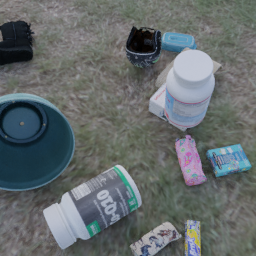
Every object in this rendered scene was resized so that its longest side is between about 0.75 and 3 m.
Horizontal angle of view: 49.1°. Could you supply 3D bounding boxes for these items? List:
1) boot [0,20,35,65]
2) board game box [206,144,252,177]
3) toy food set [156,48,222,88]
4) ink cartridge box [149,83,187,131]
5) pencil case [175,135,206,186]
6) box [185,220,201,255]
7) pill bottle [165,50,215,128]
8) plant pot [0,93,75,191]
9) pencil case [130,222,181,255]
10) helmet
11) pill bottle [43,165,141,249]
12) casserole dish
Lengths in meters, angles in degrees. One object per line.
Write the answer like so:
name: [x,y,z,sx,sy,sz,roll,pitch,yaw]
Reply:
boot: [-5.382,-3.822,12.314,2.542,0.941,2.083,-8,58,-15]
board game box: [3.336,1.066,9.320,1.169,0.274,0.883,-10,56,-7]
toy food set: [2.490,-2.133,11.391,1.680,0.707,2.341,35,70,21]
ink cartridge box: [1.741,-0.814,10.371,1.600,0.687,1.172,32,61,20]
pencil case: [2.012,1.048,9.092,0.696,0.696,1.591,-6,56,-4]
box: [1.797,3.180,7.809,0.387,0.355,1.106,6,56,4]
pill bottle: [1.855,-1.130,8.617,1.396,2.568,1.396,-2,64,4]
plant pot: [-3.273,0.168,8.671,2.930,2.930,1.963,-19,30,-13]
pencil case: [0.777,3.142,7.718,1.385,0.539,0.619,-27,56,-18]
helmet: [0.644,-3.274,11.542,1.635,1.635,1.559,13,99,9]
pill bottle: [-0.977,2.194,7.867,2.454,1.388,1.388,-28,60,-17]
casserole dish: [2.272,-3.939,12.766,1.759,0.341,1.065,11,56,8]
